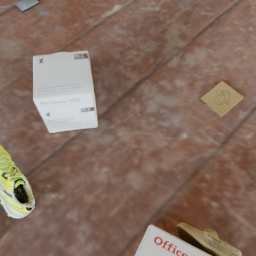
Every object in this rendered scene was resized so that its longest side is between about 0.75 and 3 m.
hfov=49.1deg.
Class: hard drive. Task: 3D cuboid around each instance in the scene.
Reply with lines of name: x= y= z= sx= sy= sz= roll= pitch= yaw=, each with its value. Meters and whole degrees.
hard drive: x=-4.013 y=-4.940 z=11.159 sx=0.778 sy=0.128 sz=0.543 roll=-38 pitch=68 yaw=-18

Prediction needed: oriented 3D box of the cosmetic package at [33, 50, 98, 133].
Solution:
cosmetic package: x=-1.740 y=-1.000 z=8.070 sx=1.515 sy=1.838 sz=1.516 roll=-8 pitch=62 yaw=-4

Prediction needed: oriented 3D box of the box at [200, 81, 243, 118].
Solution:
box: x=3.010 y=-0.946 z=9.028 sx=1.099 sy=0.117 sz=0.898 roll=-38 pitch=68 yaw=-17

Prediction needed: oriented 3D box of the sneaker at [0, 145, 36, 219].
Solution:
sneaker: x=-2.975 y=1.162 z=7.005 sx=2.252 sy=0.860 sz=0.849 roll=59 pitch=38 yaw=-7

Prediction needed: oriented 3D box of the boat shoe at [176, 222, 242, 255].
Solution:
boat shoe: x=1.948 y=2.760 z=6.810 sx=1.647 sy=0.594 sz=0.535 roll=30 pitch=56 yaw=14

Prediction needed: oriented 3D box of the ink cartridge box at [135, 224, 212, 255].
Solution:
ink cartridge box: x=0.755 y=3.814 z=5.863 sx=2.069 sy=1.168 sz=2.819 roll=23 pitch=65 yaw=13
